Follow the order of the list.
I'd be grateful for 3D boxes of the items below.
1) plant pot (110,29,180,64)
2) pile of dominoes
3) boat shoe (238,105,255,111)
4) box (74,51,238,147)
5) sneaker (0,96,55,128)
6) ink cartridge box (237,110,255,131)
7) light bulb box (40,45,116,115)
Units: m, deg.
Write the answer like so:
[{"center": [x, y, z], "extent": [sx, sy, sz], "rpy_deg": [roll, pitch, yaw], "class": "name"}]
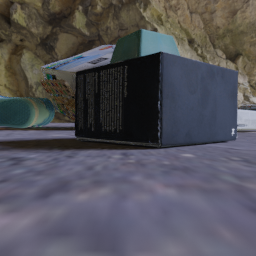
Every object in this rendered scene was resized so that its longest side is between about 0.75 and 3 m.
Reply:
[{"center": [0.440, -1.180, 7.407], "extent": [1.713, 2.425, 1.714], "rpy_deg": [-1, 1, -34], "class": "plant pot"}, {"center": [-1.738, -0.608, 7.707], "extent": [0.338, 1.655, 2.124], "rpy_deg": [-48, 32, -19], "class": "pile of dominoes"}, {"center": [4.790, -0.491, 11.049], "extent": [0.866, 0.848, 2.431], "rpy_deg": [-18, 2, -29], "class": "boat shoe"}, {"center": [0.270, -0.218, 2.743], "extent": [1.163, 0.721, 1.143], "rpy_deg": [-1, 4, -43], "class": "box"}, {"center": [-3.729, -0.547, 9.232], "extent": [2.863, 1.138, 1.869], "rpy_deg": [10, 7, 20], "class": "sneaker"}, {"center": [2.020, -0.159, 6.201], "extent": [2.069, 0.420, 2.065], "rpy_deg": [-1, 2, -34], "class": "ink cartridge box"}, {"center": [-0.970, -1.594, 9.402], "extent": [2.755, 1.735, 2.780], "rpy_deg": [-29, 29, -30], "class": "light bulb box"}]
